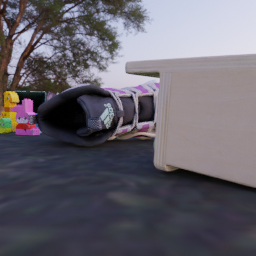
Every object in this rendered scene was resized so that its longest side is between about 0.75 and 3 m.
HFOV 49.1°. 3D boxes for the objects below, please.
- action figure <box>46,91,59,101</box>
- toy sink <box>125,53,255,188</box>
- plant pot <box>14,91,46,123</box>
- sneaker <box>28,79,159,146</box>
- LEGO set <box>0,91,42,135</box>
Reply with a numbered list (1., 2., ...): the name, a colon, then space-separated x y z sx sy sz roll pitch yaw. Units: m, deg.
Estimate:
1. action figure: -1.998 -0.735 10.814 2.281 0.791 1.484 5 -40 -18
2. toy sink: 0.836 -0.080 2.357 1.610 0.902 1.050 10 9 42
3. plant pot: -4.049 -0.717 11.613 1.189 1.188 1.682 -1 -9 -20
4. sneaker: -0.113 -0.190 4.238 2.723 1.059 1.905 -9 4 6
5. LEGO set: -2.891 -0.404 6.835 2.495 1.024 0.952 2 3 27
